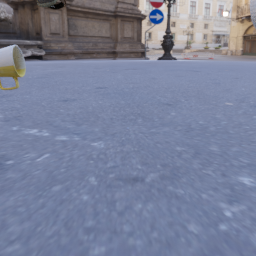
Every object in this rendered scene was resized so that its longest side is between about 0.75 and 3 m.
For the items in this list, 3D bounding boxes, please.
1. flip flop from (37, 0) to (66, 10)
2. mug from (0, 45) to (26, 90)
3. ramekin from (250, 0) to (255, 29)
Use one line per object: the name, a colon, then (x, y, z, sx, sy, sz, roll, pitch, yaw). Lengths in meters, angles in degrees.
flip flop: (-2.580, -4.528, 9.961, 0.920, 0.653, 2.269, -12, 34, 9)
mug: (-2.775, -1.371, 6.237, 0.726, 0.884, 0.708, -7, -23, 1)
ramekin: (3.298, -2.836, 6.468, 0.596, 1.222, 1.222, 4, 15, 43)
